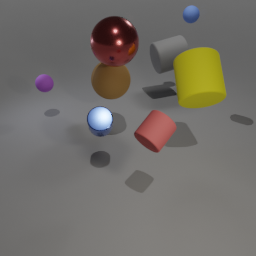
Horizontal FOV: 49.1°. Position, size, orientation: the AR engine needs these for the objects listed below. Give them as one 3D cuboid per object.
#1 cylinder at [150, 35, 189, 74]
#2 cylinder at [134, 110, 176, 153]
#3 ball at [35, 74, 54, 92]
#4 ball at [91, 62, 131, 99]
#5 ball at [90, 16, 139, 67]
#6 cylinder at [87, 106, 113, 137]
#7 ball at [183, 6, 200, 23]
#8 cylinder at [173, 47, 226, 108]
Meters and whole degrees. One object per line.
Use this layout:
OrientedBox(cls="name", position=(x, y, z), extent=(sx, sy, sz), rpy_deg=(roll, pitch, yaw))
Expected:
OrientedBox(cls="cylinder", position=(1.866, -3.311, 12.650), extent=(1.400, 1.400, 1.400), rpy_deg=(-18, 34, -8))
OrientedBox(cls="cylinder", position=(0.608, 0.075, 6.284), extent=(0.700, 0.700, 0.700), rpy_deg=(27, 71, 37))
OrientedBox(cls="ball", position=(-3.297, -1.761, 11.059), extent=(0.700, 0.700, 0.700), rpy_deg=(0, 31, 0))
OrientedBox(cls="ball", position=(-0.605, -1.716, 9.942), extent=(1.400, 1.400, 1.400), rpy_deg=(0, 31, 0))
OrientedBox(cls="ball", position=(-0.381, -2.469, 8.052), extent=(1.400, 1.400, 1.400), rpy_deg=(0, 31, 0))
OrientedBox(cls="cylinder", position=(-0.771, -0.167, 7.792), extent=(0.700, 0.700, 0.700), rpy_deg=(1, 76, -4))
OrientedBox(cls="ball", position=(2.687, -4.828, 11.918), extent=(0.700, 0.700, 0.700), rpy_deg=(0, 31, 0))
OrientedBox(cls="cylinder", position=(2.151, -1.475, 8.504), extent=(1.400, 1.400, 1.400), rpy_deg=(-3, 74, -5))
